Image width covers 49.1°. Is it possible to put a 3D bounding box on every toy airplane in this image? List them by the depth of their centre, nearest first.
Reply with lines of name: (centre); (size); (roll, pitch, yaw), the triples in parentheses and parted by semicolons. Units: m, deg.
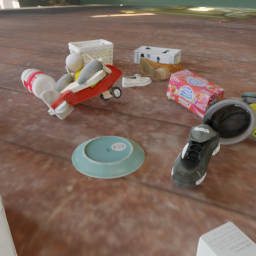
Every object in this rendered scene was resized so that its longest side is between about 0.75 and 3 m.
toy airplane: (-1.825, -1.626, 10.079); (2.919, 2.060, 2.906); (-16, 11, 14)

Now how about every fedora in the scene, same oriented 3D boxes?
fedora: (3.165, -0.168, 8.691); (1.531, 1.354, 0.691); (-29, -18, 20)

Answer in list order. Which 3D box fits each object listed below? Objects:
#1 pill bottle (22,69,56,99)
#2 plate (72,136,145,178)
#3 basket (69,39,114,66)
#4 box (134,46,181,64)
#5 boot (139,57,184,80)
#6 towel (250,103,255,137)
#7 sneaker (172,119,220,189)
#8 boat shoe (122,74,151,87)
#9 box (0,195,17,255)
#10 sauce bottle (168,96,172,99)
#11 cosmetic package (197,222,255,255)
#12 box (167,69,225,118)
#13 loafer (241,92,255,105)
pill bottle: (-3.798, -1.912, 11.758); (0.976, 0.976, 1.739); (-21, 35, -33)
plate: (-0.549, 0.676, 7.887); (2.060, 0.263, 2.060); (-1, 29, 0)
basket: (-1.950, -3.913, 15.023); (2.076, 1.280, 1.407); (-16, 32, -27)
box: (1.674, -4.058, 15.854); (2.374, 0.714, 1.385); (11, 31, 20)
boot: (1.649, -3.050, 14.075); (1.593, 0.759, 2.059); (-18, 46, -27)
towel: (4.794, -0.126, 9.098); (1.665, 0.264, 2.318); (18, 33, 13)
sneaker: (1.813, 0.503, 7.277); (0.845, 1.151, 2.544); (16, 33, 28)
boat shoe: (0.431, -2.198, 12.773); (1.455, 0.486, 0.535); (-15, 33, -25)
box: (-3.007, 1.467, 4.855); (1.275, 1.826, 2.398); (-20, 35, -33)
sauce bottle: (2.056, -1.325, 11.430); (0.852, 0.276, 0.276); (-7, 30, -20)
cosmetic package: (1.942, 2.370, 4.545); (0.805, 0.586, 1.583); (-16, 32, -25)
box: (2.470, -1.320, 10.459); (0.919, 0.959, 1.924); (-21, 45, -33)
loafer: (5.299, -0.804, 10.306); (2.206, 0.694, 0.793); (11, -3, 13)
